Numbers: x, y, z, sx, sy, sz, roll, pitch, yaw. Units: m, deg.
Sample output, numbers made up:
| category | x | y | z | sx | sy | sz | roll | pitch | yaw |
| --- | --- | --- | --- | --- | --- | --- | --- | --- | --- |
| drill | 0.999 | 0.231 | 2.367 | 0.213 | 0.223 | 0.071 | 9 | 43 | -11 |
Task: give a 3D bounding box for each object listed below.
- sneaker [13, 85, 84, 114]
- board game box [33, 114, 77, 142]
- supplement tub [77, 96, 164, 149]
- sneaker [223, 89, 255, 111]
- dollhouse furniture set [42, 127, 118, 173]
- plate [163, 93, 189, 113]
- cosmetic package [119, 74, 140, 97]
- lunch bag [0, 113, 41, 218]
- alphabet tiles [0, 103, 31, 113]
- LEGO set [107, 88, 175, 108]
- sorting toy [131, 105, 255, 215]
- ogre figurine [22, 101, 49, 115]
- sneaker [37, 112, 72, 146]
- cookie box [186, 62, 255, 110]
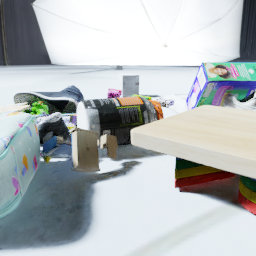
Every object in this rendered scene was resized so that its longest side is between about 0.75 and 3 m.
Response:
| category | x | y | z | sx | sy | sz | roll | pitch | yaw |
| --- | --- | --- | --- | --- | --- | --- | --- | --- | --- |
| sneaker | -2.844 | -1.079 | 10.564 | 2.407 | 0.915 | 1.739 | 9 | 25 | 3 |
| board game box | -2.273 | 0.011 | 7.719 | 1.747 | 0.495 | 1.444 | -2 | 18 | -8 |
| supplement tub | -0.193 | -0.158 | 6.964 | 1.984 | 1.216 | 1.216 | -6 | 17 | -21 |
| sneaker | 4.057 | -0.533 | 8.069 | 2.686 | 1.334 | 1.046 | 4 | 16 | 13 |
| dollhouse furniture set | -1.035 | 0.643 | 5.878 | 1.168 | 0.807 | 1.237 | 15 | -30 | -41 |
| plate | 3.107 | -1.071 | 11.649 | 2.934 | 0.474 | 2.928 | -3 | 17 | -11 |
| cosmetic package | 0.054 | -2.261 | 14.677 | 0.925 | 1.123 | 0.926 | -3 | 16 | -12 |
| lunch bag | -2.802 | 0.517 | 4.724 | 2.323 | 1.116 | 2.896 | -5 | 16 | -7 |
| alphabet tiles | -4.513 | -0.345 | 8.881 | 2.590 | 0.193 | 2.648 | -4 | 17 | 27 |
| LEGO set | 0.277 | -0.647 | 9.469 | 2.374 | 0.905 | 0.974 | 11 | 21 | 14 |
| sorting toy | 2.068 | 0.455 | 5.106 | 2.929 | 1.019 | 2.911 | 13 | 21 | 39 |
| ogre figurine | -3.020 | -0.435 | 9.085 | 0.862 | 0.705 | 1.438 | -20 | 3 | -5 |
| sneaker | -1.934 | 0.334 | 6.462 | 1.465 | 0.834 | 0.553 | -34 | 10 | 13 |
| cookie box | 3.351 | -1.185 | 9.217 | 2.359 | 2.018 | 0.887 | -2 | 59 | -6 |
